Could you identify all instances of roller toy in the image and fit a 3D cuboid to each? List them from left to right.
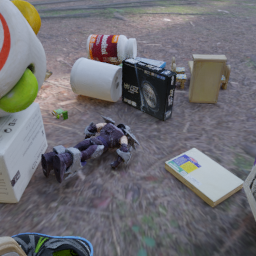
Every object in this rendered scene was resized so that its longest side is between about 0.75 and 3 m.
[{"bbox_3d":[-3.335,-1.634,6.482,2.607,2.858,1.997,-5,-6,-2],"label":"roller toy"}]

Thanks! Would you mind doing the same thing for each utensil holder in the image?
[{"bbox_3d":[-1.135,-1.851,10.918,1.719,1.461,1.461,16,37,18],"label":"utensil holder"}]

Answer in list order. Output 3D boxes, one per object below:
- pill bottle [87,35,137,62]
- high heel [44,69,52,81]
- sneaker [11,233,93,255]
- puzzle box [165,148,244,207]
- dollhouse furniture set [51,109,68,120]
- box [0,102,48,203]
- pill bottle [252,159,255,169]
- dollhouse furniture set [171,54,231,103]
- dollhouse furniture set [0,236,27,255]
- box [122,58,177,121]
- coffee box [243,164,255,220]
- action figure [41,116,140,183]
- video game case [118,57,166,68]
[{"bbox_3d":[-0.791,-4.012,14.132,2.347,1.326,1.326,4,34,12],"label":"pill bottle"},{"bbox_3d":[-4.601,-2.523,12.257,2.682,0.957,1.912,-12,41,-1],"label":"high heel"},{"bbox_3d":[-1.595,2.334,5.108,1.890,0.670,0.783,0,-5,-3],"label":"sneaker"},{"bbox_3d":[1.961,1.220,7.364,1.156,0.221,1.738,-21,39,-28],"label":"puzzle box"},{"bbox_3d":[-2.428,-0.581,10.002,0.387,0.299,0.774,-23,40,-31],"label":"dollhouse furniture set"},{"bbox_3d":[-3.657,0.500,7.255,2.361,1.543,2.348,2,34,3],"label":"box"},{"bbox_3d":[3.671,0.713,6.977,0.829,1.488,0.829,0,34,0],"label":"pill bottle"},{"bbox_3d":[3.019,-2.434,11.456,2.322,1.760,2.650,2,34,3],"label":"dollhouse furniture set"},{"bbox_3d":[-0.726,2.728,2.820,2.938,2.394,2.794,25,49,32],"label":"dollhouse furniture set"},{"bbox_3d":[0.672,-1.409,9.985,2.110,1.690,0.459,29,41,34],"label":"box"},{"bbox_3d":[4.021,1.352,4.210,2.916,2.888,2.920,-1,48,-2],"label":"coffee box"},{"bbox_3d":[-0.934,0.524,7.826,2.847,0.988,1.852,-24,33,-37],"label":"action figure"},{"bbox_3d":[0.445,-2.773,13.353,1.930,0.240,2.697,16,37,22],"label":"video game case"}]
